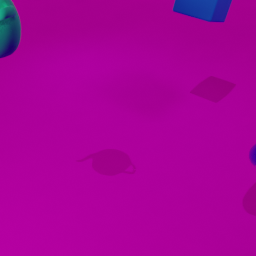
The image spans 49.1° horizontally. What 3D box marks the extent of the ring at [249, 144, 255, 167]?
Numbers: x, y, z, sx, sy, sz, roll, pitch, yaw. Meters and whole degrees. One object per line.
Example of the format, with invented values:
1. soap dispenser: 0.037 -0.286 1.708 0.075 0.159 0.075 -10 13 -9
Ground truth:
1. ring: 2.277 -0.141 3.595 1.781 1.781 0.356 -30 67 -32

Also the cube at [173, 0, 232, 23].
1. cube: 1.781 -3.054 6.423 0.985 0.985 0.985 29 32 27

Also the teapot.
1. teapot: -1.776 -1.200 3.224 1.485 0.923 0.727 3 35 35
